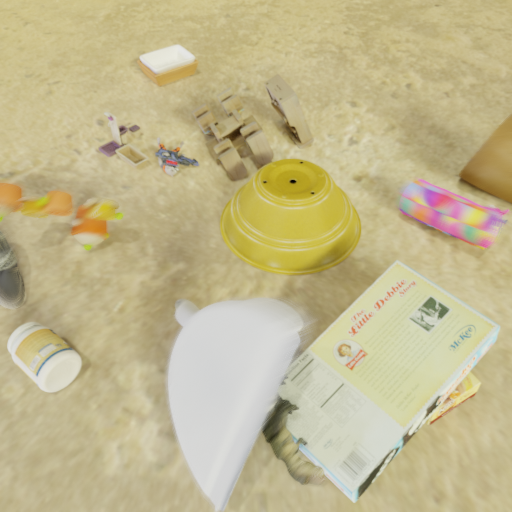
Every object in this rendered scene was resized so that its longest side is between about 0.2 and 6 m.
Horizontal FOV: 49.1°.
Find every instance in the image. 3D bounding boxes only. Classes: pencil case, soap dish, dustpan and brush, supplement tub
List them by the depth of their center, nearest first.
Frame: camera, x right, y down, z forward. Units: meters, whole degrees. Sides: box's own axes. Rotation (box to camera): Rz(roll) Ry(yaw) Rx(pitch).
[{"bbox_3d":[-0.661,1.481,8.529,1.111,2.710,3.883,15,12,-41],"label":"dustpan and brush"},{"bbox_3d":[-3.458,1.626,9.116,1.058,0.765,0.765,33,55,26],"label":"supplement tub"},{"bbox_3d":[3.904,-0.879,11.180,2.018,0.892,0.892,27,52,32],"label":"pencil case"},{"bbox_3d":[-2.502,-5.410,15.916,1.418,0.576,1.115,-28,53,-23],"label":"soap dish"}]

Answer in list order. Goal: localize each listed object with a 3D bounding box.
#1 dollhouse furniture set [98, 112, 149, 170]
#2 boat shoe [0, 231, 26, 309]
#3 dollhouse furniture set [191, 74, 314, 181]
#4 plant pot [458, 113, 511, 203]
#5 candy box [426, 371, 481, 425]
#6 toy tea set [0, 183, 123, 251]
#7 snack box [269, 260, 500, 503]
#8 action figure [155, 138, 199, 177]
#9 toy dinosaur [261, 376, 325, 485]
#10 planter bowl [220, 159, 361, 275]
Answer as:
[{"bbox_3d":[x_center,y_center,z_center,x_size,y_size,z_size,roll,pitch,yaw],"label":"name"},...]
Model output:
[{"bbox_3d":[-2.942,-2.851,13.186,1.432,1.016,1.135,36,56,29],"label":"dollhouse furniture set"},{"bbox_3d":[-4.770,0.127,10.330,0.654,0.565,1.801,-19,70,-29],"label":"boat shoe"},{"bbox_3d":[-0.021,-2.926,13.365,2.321,1.542,2.034,-31,51,1],"label":"dollhouse furniture set"},{"bbox_3d":[5.676,-1.834,11.913,1.895,1.766,1.766,42,58,14],"label":"plant pot"},{"bbox_3d":[2.658,1.765,9.164,0.983,0.471,1.703,-25,51,-17],"label":"candy box"},{"bbox_3d":[-3.796,-0.675,10.596,2.379,1.414,0.880,8,80,-19],"label":"toy tea set"},{"bbox_3d":[1.869,1.747,8.592,3.357,0.623,1.950,-41,56,-17],"label":"snack box"},{"bbox_3d":[-1.904,-2.260,13.120,1.069,0.559,1.034,16,49,-23],"label":"action figure"},{"bbox_3d":[0.284,2.275,7.915,0.493,0.916,2.078,-1,27,-31],"label":"toy dinosaur"},{"bbox_3d":[0.721,-1.100,11.388,2.976,1.240,2.976,0,47,0],"label":"planter bowl"}]
